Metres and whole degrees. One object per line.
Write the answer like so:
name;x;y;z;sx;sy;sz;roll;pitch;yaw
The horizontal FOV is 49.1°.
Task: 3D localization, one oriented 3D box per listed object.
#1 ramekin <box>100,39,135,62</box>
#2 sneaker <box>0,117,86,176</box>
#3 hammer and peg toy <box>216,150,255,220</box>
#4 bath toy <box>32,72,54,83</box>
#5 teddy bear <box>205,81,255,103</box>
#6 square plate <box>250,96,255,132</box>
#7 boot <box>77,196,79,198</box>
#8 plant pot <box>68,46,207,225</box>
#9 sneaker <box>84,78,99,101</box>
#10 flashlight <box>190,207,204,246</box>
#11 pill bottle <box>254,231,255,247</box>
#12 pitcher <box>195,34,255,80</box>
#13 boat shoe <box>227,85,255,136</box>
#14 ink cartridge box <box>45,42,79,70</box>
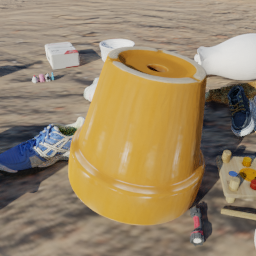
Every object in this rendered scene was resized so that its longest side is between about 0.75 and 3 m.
ramekin;-0.507;-3.608;13.254;1.642;0.800;1.642;1;33;0
sneaker;-2.037;0.395;6.940;2.513;0.968;0.951;-19;39;-25
hammer and peg toy;2.625;1.216;5.962;1.340;0.642;1.822;4;33;6
bath toy;-3.433;-2.040;11.288;0.864;0.319;0.376;-14;35;-20
teddy bear;3.467;-1.127;9.386;1.835;0.613;1.330;-8;6;18
square plate;5.002;-0.532;8.950;2.410;0.343;2.387;3;34;4
boot;-0.681;0.997;6.380;1.510;0.553;1.137;-18;38;-32
plant pot;0.310;-0.070;5.558;2.847;2.607;2.847;7;32;-5
sneaker;-0.639;-1.625;10.124;1.209;0.948;2.432;20;37;33
flashlight;1.293;1.856;5.349;0.259;0.258;0.764;-16;29;16
pill bottle;3.505;1.476;4.663;2.751;1.565;1.565;-22;39;-35
pitcher;4.274;-2.904;11.511;2.946;1.786;2.527;-4;23;9
boat shoe;3.182;-0.528;8.097;0.622;0.798;1.757;-23;24;33
ink cartridge box;-3.066;-3.378;12.990;1.230;0.695;1.676;-13;35;-19
